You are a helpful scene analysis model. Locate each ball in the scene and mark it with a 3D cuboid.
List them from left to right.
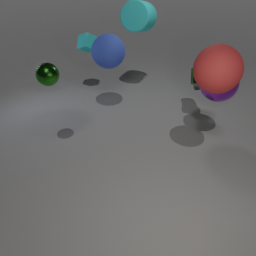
[{"bbox_3d":[-2.425,-1.612,8.445,0.700,0.700,0.700,0,32,0],"label":"ball"},{"bbox_3d":[-0.811,-3.151,11.525,1.400,1.400,1.400,0,32,0],"label":"ball"},{"bbox_3d":[2.575,-1.685,8.028,1.400,1.400,1.400,0,32,0],"label":"ball"},{"bbox_3d":[3.266,-1.643,10.057,1.400,1.400,1.400,0,32,0],"label":"ball"}]

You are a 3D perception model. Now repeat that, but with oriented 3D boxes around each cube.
[{"bbox_3d":[-1.984,-4.147,13.658,0.700,0.700,0.700,3,-4,45],"label":"cube"}]

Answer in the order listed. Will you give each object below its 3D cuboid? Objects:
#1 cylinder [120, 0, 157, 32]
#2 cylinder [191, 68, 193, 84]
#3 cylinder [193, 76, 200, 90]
[{"bbox_3d":[0.518,-5.275,13.241,1.400,1.400,1.400,11,23,18],"label":"cylinder"},{"bbox_3d":[3.110,-2.264,12.255,0.700,0.700,0.700,0,10,0],"label":"cylinder"},{"bbox_3d":[3.080,-1.931,11.522,0.700,0.700,0.700,-2,29,25],"label":"cylinder"}]
